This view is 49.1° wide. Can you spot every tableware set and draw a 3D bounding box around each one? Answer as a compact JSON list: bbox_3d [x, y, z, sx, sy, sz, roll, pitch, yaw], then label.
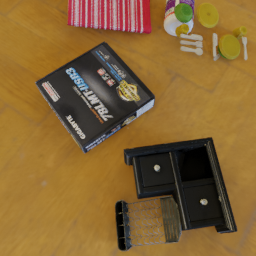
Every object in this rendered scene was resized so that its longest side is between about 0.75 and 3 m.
[{"bbox_3d":[2.733,-3.147,9.186,2.684,0.412,1.808,2,85,-18],"label":"tableware set"}]

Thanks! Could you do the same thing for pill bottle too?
[{"bbox_3d":[1.783,-4.112,9.638,0.973,0.973,1.731,8,68,3],"label":"pill bottle"}]

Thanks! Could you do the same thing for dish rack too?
[{"bbox_3d":[0.494,2.334,6.965,1.604,0.437,1.230,-15,67,22],"label":"dish rack"}]

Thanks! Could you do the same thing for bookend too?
[{"bbox_3d":[1.187,1.613,7.182,2.343,1.079,2.328,-7,67,-2],"label":"bookend"}]

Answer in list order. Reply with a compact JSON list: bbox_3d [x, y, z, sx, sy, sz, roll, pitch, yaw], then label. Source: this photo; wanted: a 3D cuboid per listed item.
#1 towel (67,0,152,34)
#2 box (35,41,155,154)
[{"bbox_3d":[-0.586,-4.291,9.639,2.896,0.326,2.094,1,76,-12],"label":"towel"},{"bbox_3d":[-0.994,-1.025,8.537,2.636,0.660,2.656,-34,71,-14],"label":"box"}]
